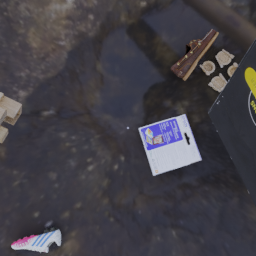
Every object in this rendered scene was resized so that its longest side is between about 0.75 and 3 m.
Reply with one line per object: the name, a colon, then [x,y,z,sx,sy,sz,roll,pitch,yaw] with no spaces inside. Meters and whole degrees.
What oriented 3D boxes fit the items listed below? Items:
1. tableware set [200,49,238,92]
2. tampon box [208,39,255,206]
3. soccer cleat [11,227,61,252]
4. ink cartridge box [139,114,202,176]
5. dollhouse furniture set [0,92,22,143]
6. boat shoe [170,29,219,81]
tableware set: [2.410,-1.492,7.218,1.036,0.120,0.865,-36,82,-5]
tampon box: [2.928,-0.109,3.431,2.868,1.810,2.149,-18,68,-9]
soccer cleat: [-2.070,2.639,6.360,1.128,0.394,0.487,-17,75,-4]
ink cartridge box: [1.006,0.408,6.813,1.218,0.264,1.206,-17,81,-1]
dollhouse furniture set: [-3.002,0.383,4.571,1.249,1.463,2.822,27,64,-10]
boat shoe: [1.681,-1.941,7.080,0.537,0.537,1.527,37,82,3]
